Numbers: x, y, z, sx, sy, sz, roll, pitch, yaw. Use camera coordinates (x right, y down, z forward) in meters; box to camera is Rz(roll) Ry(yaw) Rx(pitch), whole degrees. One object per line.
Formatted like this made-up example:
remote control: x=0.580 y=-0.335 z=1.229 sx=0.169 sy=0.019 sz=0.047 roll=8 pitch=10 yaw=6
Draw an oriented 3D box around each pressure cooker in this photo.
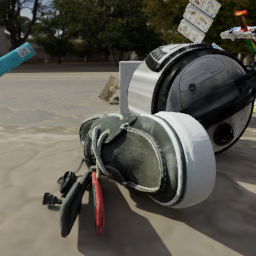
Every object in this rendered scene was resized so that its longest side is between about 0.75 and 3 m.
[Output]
pressure cooker: x=1.148 y=-0.500 z=5.046 sx=1.927 sy=1.897 sz=2.157 roll=19 pitch=7 yaw=-22

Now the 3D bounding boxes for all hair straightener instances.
hair straightener: x=-0.651 y=0.680 z=3.292 sx=0.697 sy=0.371 sz=1.812 roll=-1 pitch=13 yaw=-7

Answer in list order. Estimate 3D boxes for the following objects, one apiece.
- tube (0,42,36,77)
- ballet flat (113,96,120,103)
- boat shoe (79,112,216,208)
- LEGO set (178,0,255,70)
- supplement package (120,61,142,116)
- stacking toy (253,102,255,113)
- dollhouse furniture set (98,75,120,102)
tube: x=-2.415 y=-1.340 z=5.684 sx=1.082 sy=0.273 sz=0.419 roll=-36 pitch=68 yaw=-12
ballet flat: x=-0.440 y=-1.132 z=11.349 sx=0.304 sy=0.274 sz=0.808 roll=-27 pitch=26 yaw=-24
boat shoe: x=-0.058 y=0.331 z=3.588 sx=1.029 sy=1.046 sz=2.901 roll=-2 pitch=3 yaw=-18
LEGO set: x=2.855 y=-2.753 z=8.052 sx=2.712 sy=0.666 sz=2.026 roll=39 pitch=-12 yaw=7
supplement package: x=1.286 y=-1.208 z=8.580 sx=2.792 sy=1.632 sz=1.638 roll=6 pitch=14 yaw=21
stacking toy: x=5.007 y=-0.911 z=8.890 sx=1.964 sy=0.916 sz=2.169 roll=-1 pitch=13 yaw=-4
dollhouse furniture set: x=0.020 y=-1.067 z=11.081 sx=2.091 sy=1.021 sz=1.783 roll=35 pitch=10 yaw=14
